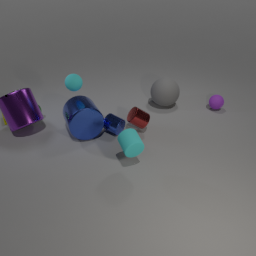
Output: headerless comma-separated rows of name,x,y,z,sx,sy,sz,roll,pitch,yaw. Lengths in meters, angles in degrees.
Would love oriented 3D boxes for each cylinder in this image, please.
cylinder,-1.825,-0.434,11.356,1.400,1.400,1.400,-12,31,-19
cylinder,-0.575,-0.161,11.545,0.700,0.700,0.700,28,40,22
cylinder,0.427,-0.419,11.469,0.700,0.700,0.700,27,22,-25
cylinder,-4.389,-0.745,11.468,1.400,1.400,1.400,-22,8,3
cylinder,0.091,0.494,9.278,0.700,0.700,0.700,-12,47,-19

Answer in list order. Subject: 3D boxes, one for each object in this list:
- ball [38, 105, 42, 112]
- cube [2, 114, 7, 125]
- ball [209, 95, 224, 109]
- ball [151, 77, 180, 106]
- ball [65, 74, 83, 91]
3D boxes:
ball,-4.272,-0.782,12.661,0.700,0.700,0.700,0,31,0
cube,-5.222,-0.665,12.480,0.700,0.700,0.700,-14,34,-21
ball,4.205,-1.239,13.322,0.700,0.700,0.700,0,31,0
ball,1.789,-1.740,13.530,1.400,1.400,1.400,0,31,0
ball,-2.172,-1.816,11.209,0.700,0.700,0.700,0,31,0
